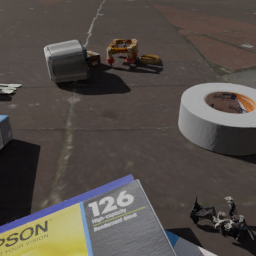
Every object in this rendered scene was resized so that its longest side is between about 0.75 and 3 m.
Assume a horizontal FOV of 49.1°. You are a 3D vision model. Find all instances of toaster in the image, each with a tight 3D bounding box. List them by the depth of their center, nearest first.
[{"bbox_3d":[-2.656,-2.868,12.196,1.694,1.490,2.623,-13,33,-13],"label":"toaster"}]

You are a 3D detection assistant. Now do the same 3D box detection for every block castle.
[{"bbox_3d":[-0.232,-3.781,14.120,1.402,0.984,2.098,1,30,9],"label":"block castle"}]

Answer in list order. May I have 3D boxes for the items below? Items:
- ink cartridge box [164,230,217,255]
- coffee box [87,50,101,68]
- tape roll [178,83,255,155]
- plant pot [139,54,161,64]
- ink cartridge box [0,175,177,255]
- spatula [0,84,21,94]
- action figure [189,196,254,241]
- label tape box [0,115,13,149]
[{"bbox_3d":[0.973,2.466,4.199,1.495,0.961,0.936,18,37,28],"label":"ink cartridge box"},{"bbox_3d":[-2.132,-3.499,14.013,0.804,0.561,1.406,-28,42,-37],"label":"coffee box"},{"bbox_3d":[3.096,-0.405,8.744,2.942,0.972,2.942,-1,33,0],"label":"tape roll"},{"bbox_3d":[1.131,-3.615,14.585,1.161,0.160,1.161,0,32,0],"label":"plant pot"},{"bbox_3d":[-0.928,1.864,4.230,2.947,0.701,2.982,-21,31,-7],"label":"ink cartridge box"},{"bbox_3d":[-5.253,-1.642,11.510,1.415,0.114,0.984,4,34,7],"label":"spatula"},{"bbox_3d":[1.905,1.787,5.615,1.253,0.639,0.745,13,24,23],"label":"action figure"},{"bbox_3d":[-4.442,0.407,7.261,1.800,0.790,2.496,1,22,3],"label":"label tape box"}]
